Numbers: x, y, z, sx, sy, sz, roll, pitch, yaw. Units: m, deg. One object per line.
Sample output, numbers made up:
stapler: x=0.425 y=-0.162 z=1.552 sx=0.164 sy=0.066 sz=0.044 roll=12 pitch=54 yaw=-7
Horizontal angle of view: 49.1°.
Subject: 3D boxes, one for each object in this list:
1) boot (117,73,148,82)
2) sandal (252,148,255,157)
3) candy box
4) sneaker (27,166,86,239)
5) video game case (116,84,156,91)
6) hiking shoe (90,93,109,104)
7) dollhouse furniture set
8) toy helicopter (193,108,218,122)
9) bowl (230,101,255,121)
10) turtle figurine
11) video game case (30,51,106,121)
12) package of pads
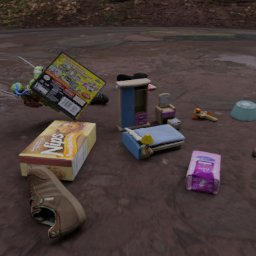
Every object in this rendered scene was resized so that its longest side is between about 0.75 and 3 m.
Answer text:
boot: x=0.305 y=-2.848 z=16.040 sx=1.643 sy=0.608 sz=1.347 roll=14 pitch=29 yaw=11
sandal: x=4.907 y=0.802 z=8.839 sx=1.774 sy=0.484 sz=0.725 roll=12 pitch=28 yaw=24
candy box: x=-2.075 y=0.594 z=8.907 sx=1.540 sy=0.738 sz=2.669 roll=4 pitch=24 yaw=7
sneaker: x=-1.993 y=1.661 z=6.621 sx=0.897 sy=0.836 sz=2.375 roll=-23 pitch=33 yaw=-38
video game case: x=0.443 y=-2.261 z=15.691 sx=1.878 sy=0.164 sz=1.343 roll=-13 pitch=28 yaw=-24
hiking shoe: x=-1.551 y=-1.356 z=13.493 sx=1.422 sy=0.538 sz=0.716 roll=10 pitch=35 yaw=39
dollhouse furniture set: x=1.083 y=-0.476 z=9.933 sx=2.699 sy=1.865 sz=2.859 roll=-10 pitch=28 yaw=-20
toy helicopter: x=3.310 y=-0.515 z=11.891 sx=1.049 sy=0.414 sz=0.693 roll=26 pitch=25 yaw=24
bowl: x=5.081 y=-0.794 z=12.080 sx=1.161 sy=0.607 sz=1.161 roll=1 pitch=25 yaw=-1
turtle figurine: x=-3.539 y=-1.615 z=11.062 sx=2.196 sy=1.630 sz=2.265 roll=19 pitch=6 yaw=-40
video game case: x=-2.147 y=-1.547 z=10.183 sx=2.045 sy=0.261 sz=1.848 roll=35 pitch=73 yaw=3
package of pads: x=2.155 y=1.203 z=7.931 sx=0.863 sy=0.542 sz=1.433 roll=6 pitch=26 yaw=18
